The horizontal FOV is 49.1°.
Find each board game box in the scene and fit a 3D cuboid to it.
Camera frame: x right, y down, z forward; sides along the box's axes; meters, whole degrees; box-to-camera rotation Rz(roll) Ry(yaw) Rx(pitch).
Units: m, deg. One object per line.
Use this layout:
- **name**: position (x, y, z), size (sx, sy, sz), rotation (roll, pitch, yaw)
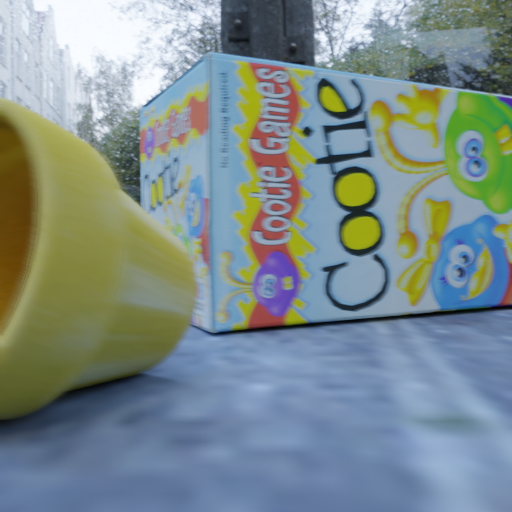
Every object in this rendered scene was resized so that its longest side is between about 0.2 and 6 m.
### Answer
- **board game box**: position (0.608, -0.307, 3.379), size (2.356, 1.214, 1.236), rotation (-1, 3, -25)

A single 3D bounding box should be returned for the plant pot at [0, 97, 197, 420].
- **plant pot**: position (-0.570, 0.065, 1.571), size (0.772, 0.772, 0.726), rotation (2, -13, 29)
